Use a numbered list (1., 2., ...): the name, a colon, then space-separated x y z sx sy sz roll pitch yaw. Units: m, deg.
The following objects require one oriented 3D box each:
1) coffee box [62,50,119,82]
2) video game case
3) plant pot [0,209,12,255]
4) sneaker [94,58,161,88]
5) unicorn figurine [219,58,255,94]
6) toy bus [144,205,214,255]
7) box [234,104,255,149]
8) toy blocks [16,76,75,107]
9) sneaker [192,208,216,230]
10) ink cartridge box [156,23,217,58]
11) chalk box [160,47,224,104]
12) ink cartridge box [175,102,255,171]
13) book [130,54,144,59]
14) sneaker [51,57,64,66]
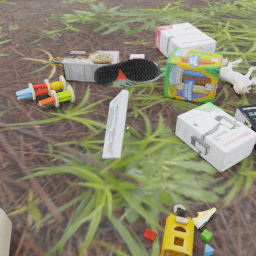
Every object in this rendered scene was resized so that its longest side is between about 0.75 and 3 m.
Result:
1. coffee box: -1.704 -2.933 13.258 2.481 0.990 1.402 3 40 4
2. video game case: -0.370 -0.022 7.723 0.206 1.583 1.739 9 81 -14
3. plant pot: -3.395 2.769 5.811 2.252 2.252 2.062 -5 29 -6
4. sneaker: 0.055 -2.098 10.972 2.623 0.923 1.226 -5 1 18
5. unicorn figurine: 5.031 -2.286 12.655 1.878 1.010 2.735 -35 36 -21
6. toy bus: 1.268 2.523 6.903 1.473 0.806 1.561 -22 45 -24
7. box: 5.688 0.136 9.834 2.865 0.712 2.843 -6 41 -7
8. toy blocks: -3.446 -1.368 11.598 2.042 0.741 1.702 -20 43 -22
9. sneaker: 2.040 2.345 7.506 0.804 0.314 0.363 -27 45 -28
10. ink cartridge box: 2.993 -4.438 14.890 2.091 1.217 2.871 -13 41 -16
11. chalk box: 2.476 -2.316 11.986 2.727 1.690 1.702 12 41 14
12. ink cartridge box: 2.950 0.223 9.550 1.590 0.918 2.185 -23 45 -25
13. book: 0.463 -3.547 14.595 0.723 0.260 1.082 2 39 6
14. sneaker: -3.504 -3.474 14.408 0.941 0.364 0.368 -18 42 -23
